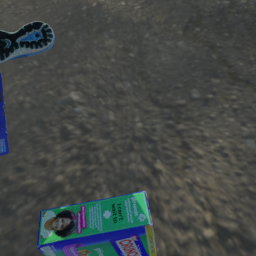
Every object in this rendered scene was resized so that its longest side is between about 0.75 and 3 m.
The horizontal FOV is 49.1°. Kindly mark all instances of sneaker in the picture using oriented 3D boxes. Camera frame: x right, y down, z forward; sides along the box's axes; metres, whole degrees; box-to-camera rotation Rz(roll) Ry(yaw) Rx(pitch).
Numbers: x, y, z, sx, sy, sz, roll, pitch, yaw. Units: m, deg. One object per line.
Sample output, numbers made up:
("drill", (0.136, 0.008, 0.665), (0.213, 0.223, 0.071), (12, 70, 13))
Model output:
("sneaker", (-1.377, -0.970, 3.433), (1.030, 0.463, 0.404), (-10, 89, -1))

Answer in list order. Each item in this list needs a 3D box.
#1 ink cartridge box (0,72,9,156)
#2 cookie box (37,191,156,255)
("ink cartridge box", (-2.197, -0.447, 3.917), (0.745, 1.332, 1.953), (-13, 44, -30))
("cookie box", (-0.295, 1.257, 3.257), (1.183, 1.012, 0.444), (-11, 46, -1))
